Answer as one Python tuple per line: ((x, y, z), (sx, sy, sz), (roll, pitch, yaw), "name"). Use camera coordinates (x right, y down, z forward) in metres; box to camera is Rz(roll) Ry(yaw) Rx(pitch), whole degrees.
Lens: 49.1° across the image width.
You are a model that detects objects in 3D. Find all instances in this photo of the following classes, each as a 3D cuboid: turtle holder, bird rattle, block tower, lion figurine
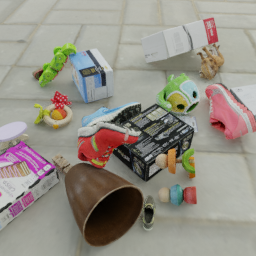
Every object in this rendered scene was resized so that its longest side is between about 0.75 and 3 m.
((1.892, -1.200, 10.414), (1.293, 1.383, 1.821), (50, 24, 21), "turtle holder")
((-2.680, -0.549, 10.478), (1.363, 0.942, 1.672), (40, 43, 20), "bird rattle")
((-1.905, 1.265, 8.738), (0.332, 0.310, 1.147), (-34, 54, -29), "block tower")
((3.940, -3.072, 12.817), (2.240, 0.812, 1.372), (-29, 84, -35), "lion figurine")

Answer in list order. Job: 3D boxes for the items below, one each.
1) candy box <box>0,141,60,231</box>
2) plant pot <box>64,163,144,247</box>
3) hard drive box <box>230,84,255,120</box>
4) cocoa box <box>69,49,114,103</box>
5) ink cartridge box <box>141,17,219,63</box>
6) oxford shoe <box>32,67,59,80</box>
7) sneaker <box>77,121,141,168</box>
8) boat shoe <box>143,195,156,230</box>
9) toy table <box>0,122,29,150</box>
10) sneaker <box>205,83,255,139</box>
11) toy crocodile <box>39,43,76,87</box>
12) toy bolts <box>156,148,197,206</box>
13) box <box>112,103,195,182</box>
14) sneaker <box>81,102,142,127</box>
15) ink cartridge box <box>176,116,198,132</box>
((-3.494, 1.657, 8.006), (1.705, 0.763, 2.500), (30, 52, 26), "candy box")
((-0.853, 1.761, 7.408), (1.771, 1.771, 1.895), (-28, 40, -26), "plant pot")
((4.816, -0.893, 10.713), (1.293, 0.637, 1.659), (-10, 45, -10), "hard drive box")
((-1.524, -2.190, 11.565), (1.273, 1.294, 1.940), (-17, 47, -17), "cocoa box")
((2.334, -4.051, 12.954), (2.846, 1.180, 2.089), (-22, 15, -22), "ink cartridge box")
((-3.660, -2.687, 12.671), (1.443, 0.508, 0.540), (-29, 46, -28), "oxford shoe")
((-0.564, 0.490, 7.276), (1.006, 2.613, 1.109), (15, 75, -29), "sneaker")
((0.586, 2.275, 7.705), (0.363, 0.303, 1.014), (4, 44, 4), "boat shoe")
((-3.910, 0.306, 9.489), (1.094, 0.641, 1.006), (-16, 47, -14), "toy table")
((3.368, -0.662, 10.224), (1.244, 1.057, 2.869), (-29, 39, 3), "sneaker")
((-3.016, -2.626, 11.740), (0.708, 2.292, 0.774), (27, 26, -35), "toy crocodile")
((1.413, 1.449, 8.159), (1.089, 1.500, 1.570), (-3, 77, 13), "toy bolts")
((0.753, 0.394, 9.171), (2.186, 0.941, 1.790), (-33, 53, -29), "box")
((-0.604, -0.513, 10.147), (2.397, 0.939, 1.078), (-21, 45, -20), "sneaker")
((2.069, -0.099, 10.235), (0.860, 0.175, 0.859), (2, 44, 2), "ink cartridge box")
